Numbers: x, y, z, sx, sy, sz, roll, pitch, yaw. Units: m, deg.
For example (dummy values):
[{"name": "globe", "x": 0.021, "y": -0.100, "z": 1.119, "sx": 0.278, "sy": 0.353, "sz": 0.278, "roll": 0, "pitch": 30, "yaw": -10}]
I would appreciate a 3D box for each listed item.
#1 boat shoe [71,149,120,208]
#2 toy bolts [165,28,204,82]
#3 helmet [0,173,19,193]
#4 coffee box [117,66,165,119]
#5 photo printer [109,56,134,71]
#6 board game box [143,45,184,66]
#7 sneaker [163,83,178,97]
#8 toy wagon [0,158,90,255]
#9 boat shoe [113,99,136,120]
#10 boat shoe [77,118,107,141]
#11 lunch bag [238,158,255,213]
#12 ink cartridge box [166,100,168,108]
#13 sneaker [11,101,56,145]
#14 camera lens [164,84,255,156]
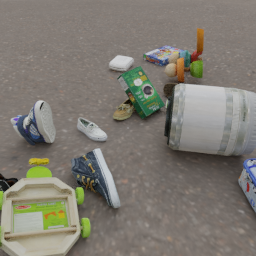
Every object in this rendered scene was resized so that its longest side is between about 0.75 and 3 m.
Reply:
[{"name": "boat shoe", "x": -0.948, "y": 1.500, "z": 7.843, "sx": 0.989, "sy": 0.771, "sz": 2.178, "roll": -20, "pitch": 38, "yaw": -10}, {"name": "toy bolts", "x": 2.795, "y": -3.603, "z": 13.873, "sx": 1.766, "sy": 2.432, "sz": 2.546, "roll": 1, "pitch": 17, "yaw": 13}, {"name": "helmet", "x": -3.344, "y": 1.657, "z": 7.448, "sx": 0.871, "sy": 0.830, "sz": 0.871, "roll": -27, "pitch": 41, "yaw": 26}, {"name": "coffee box", "x": 0.522, "y": -1.422, "z": 11.141, "sx": 1.185, "sy": 0.424, "sz": 1.928, "roll": -33, "pitch": 90, "yaw": -36}, {"name": "photo printer", "x": -0.369, "y": -3.414, "z": 14.909, "sx": 1.024, "sy": 0.428, "sz": 1.231, "roll": 13, "pitch": 38, "yaw": 16}, {"name": "board game box", "x": 2.068, "y": -4.176, "z": 16.037, "sx": 1.405, "sy": 0.358, "sz": 2.075, "roll": 30, "pitch": 45, "yaw": 35}, {"name": "sneaker", "x": 2.487, "y": -1.441, "z": 12.111, "sx": 2.022, "sy": 0.712, "sz": 0.764, "roll": 24, "pitch": 14, "yaw": 35}, {"name": "toy wagon", "x": -2.131, "y": 1.888, "z": 6.918, "sx": 2.101, "sy": 0.536, "sz": 2.707, "roll": 2, "pitch": 40, "yaw": -22}, {"name": "boat shoe", "x": -0.021, "y": -0.884, "z": 11.256, "sx": 0.637, "sy": 0.544, "sz": 1.737, "roll": 19, "pitch": 40, "yaw": 25}, {"name": "boat shoe", "x": -1.333, "y": 0.042, "z": 10.029, "sx": 1.378, "sy": 0.460, "sz": 0.507, "roll": 22, "pitch": 41, "yaw": 28}, {"name": "lunch bag", "x": 4.362, "y": 1.556, "z": 7.513, "sx": 2.545, "sy": 0.962, "sz": 2.039, "roll": -1, "pitch": 34, "yaw": -3}, {"name": "ink cartridge box", "x": 2.011, "y": -0.820, "z": 11.343, "sx": 0.926, "sy": 0.351, "sz": 0.684, "roll": 5, "pitch": 36, "yaw": 10}, {"name": "sneaker", "x": -3.242, "y": -0.213, "z": 9.119, "sx": 1.450, "sy": 1.980, "sz": 0.798, "roll": 10, "pitch": 56, "yaw": 5}, {"name": "camera lens", "x": 2.568, "y": -0.256, "z": 8.985, "sx": 2.687, "sy": 2.149, "sz": 2.149, "roll": 6, "pitch": 36, "yaw": 8}]
